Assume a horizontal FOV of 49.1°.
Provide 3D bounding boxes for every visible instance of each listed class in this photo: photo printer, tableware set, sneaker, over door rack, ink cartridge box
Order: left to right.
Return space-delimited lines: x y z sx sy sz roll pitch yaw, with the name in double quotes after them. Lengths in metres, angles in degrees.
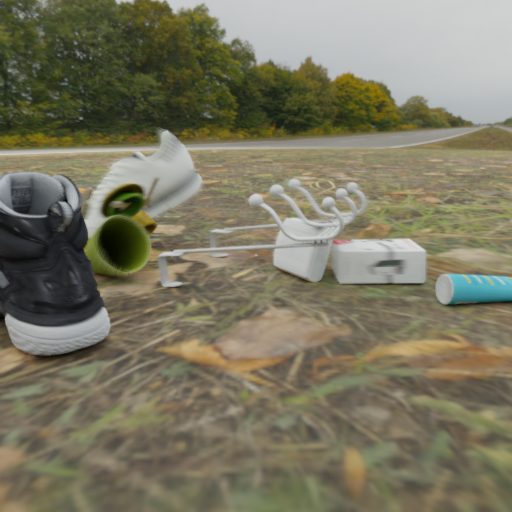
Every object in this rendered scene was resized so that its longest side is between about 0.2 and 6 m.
-3.043 -0.111 7.183 1.309 1.974 3.469 -13 19 -43 "sneaker"
-2.830 -0.376 9.304 2.738 1.845 0.420 -20 64 -40 "tableware set"
-2.665 -1.188 11.089 3.155 1.270 1.205 -37 31 -13 "sneaker"
0.084 -0.541 9.205 3.104 1.034 2.293 -16 7 23 "over door rack"
0.748 -0.135 9.496 0.397 0.950 1.142 12 5 -34 "photo printer"
2.014 0.077 9.348 1.371 0.568 1.006 -1 13 0 "ink cartridge box"

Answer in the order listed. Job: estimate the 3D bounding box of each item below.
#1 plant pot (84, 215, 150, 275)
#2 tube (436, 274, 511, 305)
-2.436 -0.064 9.344 0.965 0.965 1.031 -13 -6 -42 "plant pot"
3.488 0.489 8.203 1.710 0.431 0.662 1 27 -16 "tube"
